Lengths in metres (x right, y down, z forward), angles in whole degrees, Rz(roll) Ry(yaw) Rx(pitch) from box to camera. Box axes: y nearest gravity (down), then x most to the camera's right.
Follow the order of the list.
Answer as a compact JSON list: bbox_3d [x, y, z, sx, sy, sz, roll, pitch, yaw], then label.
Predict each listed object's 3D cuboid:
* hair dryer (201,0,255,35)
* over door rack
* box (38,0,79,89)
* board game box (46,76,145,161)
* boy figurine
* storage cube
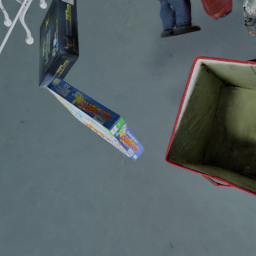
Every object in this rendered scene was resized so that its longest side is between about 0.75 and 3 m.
[{"bbox_3d":[2.243,-3.254,6.275,2.356,0.640,1.795,16,83,-29],"label":"hair dryer"},{"bbox_3d":[-3.188,-2.302,6.390,1.887,0.851,2.554,40,94,19],"label":"over door rack"},{"bbox_3d":[-1.833,-2.253,7.227,0.523,1.616,2.050,9,63,-31],"label":"box"},{"bbox_3d":[-0.696,-0.216,6.016,2.086,1.412,0.359,33,78,35],"label":"board game box"},{"bbox_3d":[0.910,-3.291,6.203,0.785,2.435,1.514,-19,14,-32],"label":"boy figurine"},{"bbox_3d":[2.080,0.024,4.871,1.813,1.906,2.121,18,91,37],"label":"storage cube"}]
